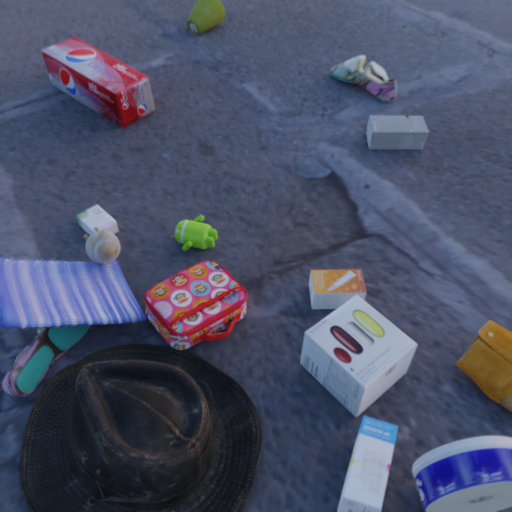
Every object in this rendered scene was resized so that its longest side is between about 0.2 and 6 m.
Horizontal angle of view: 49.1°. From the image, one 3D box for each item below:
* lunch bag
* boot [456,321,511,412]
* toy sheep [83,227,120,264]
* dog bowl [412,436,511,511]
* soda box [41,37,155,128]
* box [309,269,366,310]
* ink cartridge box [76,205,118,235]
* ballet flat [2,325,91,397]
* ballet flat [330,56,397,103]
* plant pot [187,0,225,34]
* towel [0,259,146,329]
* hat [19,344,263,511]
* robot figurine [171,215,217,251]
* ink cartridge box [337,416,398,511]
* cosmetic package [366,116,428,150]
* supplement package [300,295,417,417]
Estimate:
[{"bbox_3d":[-1.051,0.964,10.355,1.723,0.706,1.518,-28,56,-29],"label":"lunch bag"},{"bbox_3d":[4.696,1.641,9.576,2.295,0.808,1.643,-33,61,-20],"label":"boot"},{"bbox_3d":[-3.038,-0.190,11.049,0.720,0.720,1.044,-22,21,-19],"label":"toy sheep"},{"bbox_3d":[2.997,3.091,7.751,1.533,1.533,0.604,-4,49,-4],"label":"dog bowl"},{"bbox_3d":[-4.429,-4.879,15.596,3.476,1.102,1.217,33,55,28],"label":"soda box"},{"bbox_3d":[1.550,0.642,10.792,0.993,0.484,0.618,-1,47,-1],"label":"box"},{"bbox_3d":[-3.451,-0.703,12.181,0.547,0.317,0.755,-35,56,-28],"label":"ink cartridge box"},{"bbox_3d":[-3.724,1.582,9.860,0.717,0.697,2.015,1,42,33],"label":"ballet flat"},{"bbox_3d":[3.137,-5.228,16.112,0.805,0.828,2.328,-28,52,-31],"label":"ballet flat"},{"bbox_3d":[-1.769,-7.961,18.697,1.049,1.049,1.121,26,67,23],"label":"plant pot"},{"bbox_3d":[-3.446,0.618,10.135,2.512,0.300,1.819,1,34,-36],"label":"towel"},{"bbox_3d":[-1.819,2.478,8.330,3.887,1.568,3.887,0,47,0],"label":"hat"},{"bbox_3d":[-1.295,-0.450,11.795,0.924,0.535,0.811,14,62,12],"label":"robot figurine"},{"bbox_3d":[1.549,3.259,8.006,0.543,0.922,1.601,14,48,14],"label":"ink cartridge box"},{"bbox_3d":[3.565,-3.147,14.303,1.406,0.634,0.751,1,50,-3],"label":"cosmetic package"},{"bbox_3d":[1.694,1.660,9.467,1.302,1.001,1.361,-32,56,-27],"label":"supplement package"}]
